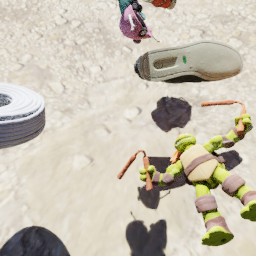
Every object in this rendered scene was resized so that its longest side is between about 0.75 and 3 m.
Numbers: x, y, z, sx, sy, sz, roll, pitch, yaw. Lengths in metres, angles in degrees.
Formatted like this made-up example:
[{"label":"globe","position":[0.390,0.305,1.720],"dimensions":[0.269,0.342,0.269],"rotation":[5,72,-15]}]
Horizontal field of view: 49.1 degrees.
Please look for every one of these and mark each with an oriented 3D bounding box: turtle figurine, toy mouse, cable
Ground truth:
[{"label":"turtle figurine","position":[1.115,0.769,4.503],"dimensions":[2.547,0.820,2.054],"rotation":[-30,42,8]},{"label":"toy mouse","position":[0.016,-2.165,5.255],"dimensions":[0.428,1.967,2.213],"rotation":[-27,54,18]},{"label":"cable","position":[-2.328,-0.265,4.653],"dimensions":[1.849,0.640,1.850],"rotation":[-11,32,-39]}]

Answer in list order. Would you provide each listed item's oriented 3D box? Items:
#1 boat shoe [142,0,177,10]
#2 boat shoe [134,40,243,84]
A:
[{"label":"boat shoe","position":[1.001,-4.640,7.272],"dimensions":[0.918,2.933,1.044],"rotation":[3,6,-32]},{"label":"boat shoe","position":[1.439,-1.523,6.650],"dimensions":[2.613,0.884,0.938],"rotation":[-5,94,-10]}]
